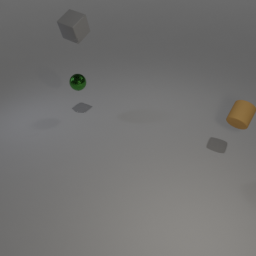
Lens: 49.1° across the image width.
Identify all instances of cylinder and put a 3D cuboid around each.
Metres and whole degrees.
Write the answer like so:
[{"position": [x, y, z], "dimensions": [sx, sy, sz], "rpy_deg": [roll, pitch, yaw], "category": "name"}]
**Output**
[{"position": [3.614, -0.422, 8.946], "dimensions": [0.700, 0.700, 0.700], "rpy_deg": [24, 75, 32], "category": "cylinder"}]

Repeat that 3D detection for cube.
[{"position": [-1.786, -3.358, 9.271], "dimensions": [0.700, 0.700, 0.700], "rpy_deg": [26, 66, 21], "category": "cube"}]

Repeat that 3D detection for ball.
[{"position": [-2.073, -1.893, 11.587], "dimensions": [0.700, 0.700, 0.700], "rpy_deg": [0, 32, 0], "category": "ball"}]
